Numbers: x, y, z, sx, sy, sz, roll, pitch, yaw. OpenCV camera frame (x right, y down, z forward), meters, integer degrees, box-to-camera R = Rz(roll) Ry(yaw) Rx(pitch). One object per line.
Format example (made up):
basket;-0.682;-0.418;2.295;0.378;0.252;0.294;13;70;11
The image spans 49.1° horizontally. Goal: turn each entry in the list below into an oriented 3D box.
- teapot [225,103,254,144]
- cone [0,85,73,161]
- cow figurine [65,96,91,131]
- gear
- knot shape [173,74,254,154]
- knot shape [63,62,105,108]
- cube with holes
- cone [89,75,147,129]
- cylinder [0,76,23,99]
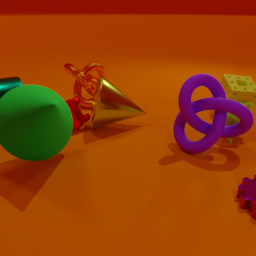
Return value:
teapot;2.626;-0.155;6.735;0.609;0.773;1.243;34;75;26
cone;-1.535;-0.242;5.093;1.595;1.595;1.601;-15;-2;-30
cow figurine;-1.617;-0.352;7.052;0.641;1.169;1.150;-13;24;43
gear;2.410;1.168;4.593;1.144;0.212;1.144;0;24;0
knot shape;1.841;-0.230;6.044;1.611;1.721;0.795;13;19;12
knot shape;-1.233;-1.533;9.228;0.798;1.726;1.615;-35;3;37
cube with holes;3.133;-0.943;8.124;0.842;0.842;0.842;4;42;-7
cone;-0.174;-0.528;7.417;1.426;1.420;1.420;12;22;-13
cylinder;-3.455;-0.692;7.500;1.238;1.238;1.238;-14;28;-30
